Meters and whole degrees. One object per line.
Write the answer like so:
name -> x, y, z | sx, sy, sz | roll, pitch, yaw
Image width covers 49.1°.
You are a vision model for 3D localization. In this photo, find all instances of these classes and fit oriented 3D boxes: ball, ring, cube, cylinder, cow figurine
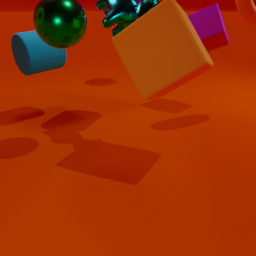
ball -> -1.412, -2.230, 5.878 | 1.101, 1.101, 1.101 | 0, 25, 0
ring -> 3.359, -3.601, 7.024 | 1.870, 1.870, 0.374 | -15, 26, -30
cube -> 2.483, -3.031, 8.708 | 0.967, 0.967, 0.967 | -16, -14, 25
cylinder -> -2.555, -2.197, 8.061 | 1.152, 1.152, 1.152 | -24, 34, -36
cow figurine -> 0.075, -2.665, 6.233 | 1.412, 1.435, 0.787 | -29, -28, 21
cube -> 0.737, -1.474, 5.542 | 1.328, 1.328, 1.328 | -29, -2, 24
cylinder -> 0.050, -3.483, 7.193 | 1.238, 1.238, 1.238 | 12, 41, 25
